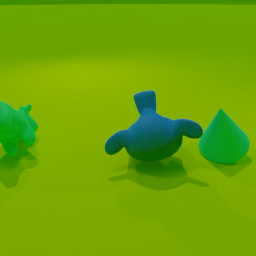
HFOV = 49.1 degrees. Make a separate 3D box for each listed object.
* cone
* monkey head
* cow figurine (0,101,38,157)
[{"bbox_3d":[2.036,-0.018,6.060,1.120,1.124,1.120,-12,44,12],"label":"cone"},{"bbox_3d":[0.471,-0.037,5.869,1.971,1.418,1.188,-11,12,5],"label":"monkey head"},{"bbox_3d":[-2.692,-0.157,6.400,0.908,1.653,1.627,-33,52,0],"label":"cow figurine"}]
